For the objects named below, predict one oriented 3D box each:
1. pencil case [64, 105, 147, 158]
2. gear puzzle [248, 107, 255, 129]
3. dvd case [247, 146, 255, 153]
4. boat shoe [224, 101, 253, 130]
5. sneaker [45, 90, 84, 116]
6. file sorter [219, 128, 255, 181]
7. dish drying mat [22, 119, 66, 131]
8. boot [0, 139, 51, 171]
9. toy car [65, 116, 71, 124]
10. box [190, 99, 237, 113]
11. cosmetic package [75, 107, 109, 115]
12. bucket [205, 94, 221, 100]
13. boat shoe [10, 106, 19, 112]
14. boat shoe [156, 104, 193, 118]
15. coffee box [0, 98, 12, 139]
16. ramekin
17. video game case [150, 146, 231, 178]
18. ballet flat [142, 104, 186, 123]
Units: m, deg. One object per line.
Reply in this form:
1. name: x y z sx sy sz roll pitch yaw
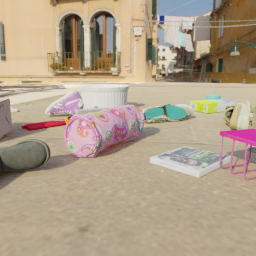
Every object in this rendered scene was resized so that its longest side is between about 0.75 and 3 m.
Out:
1. pencil case: -0.513 0.010 7.728 1.164 1.164 2.662 7 13 30
2. gear puzzle: 4.593 -0.201 8.922 1.441 0.364 2.782 14 32 19
3. dvd case: 3.753 0.606 7.265 0.817 0.088 1.099 -5 13 -24
4. boat shoe: 4.038 -0.513 10.399 0.899 1.003 2.709 8 13 11
5. sneaker: -2.830 -0.789 12.596 1.883 1.074 0.683 -31 -4 17
6. file sorter: 2.605 0.582 5.493 0.952 0.859 1.369 -4 13 -24
7. dish drying mat: -3.077 -0.143 10.689 1.755 0.160 0.674 -11 17 -44
8. boot: -2.565 0.746 5.103 1.758 0.702 1.934 -13 3 8
9. toy car: -1.676 -0.102 8.279 0.721 0.489 1.470 37 -13 4
10. box: 4.556 -1.194 14.783 2.279 0.543 1.390 -6 13 -28
11. cosmetic package: -1.200 -0.344 10.232 1.398 0.747 0.630 -7 12 -20
12. bucket: 5.160 -1.694 17.005 0.971 0.632 0.971 0 12 0
13. boat shoe: -6.013 -1.000 14.498 0.876 0.288 0.315 8 14 32
14. boat shoe: 1.937 -0.629 12.274 1.813 0.653 0.562 -2 32 18
15. coffee box: -5.391 -0.254 8.671 2.964 1.181 1.695 -1 12 -4
16. ramekin: -1.262 -1.673 15.241 2.667 1.300 2.667 -1 12 0
17. video game case: 1.460 0.728 6.481 1.439 0.168 1.308 -11 16 -43
18. ballet flat: 1.409 -0.572 11.584 2.056 0.777 0.657 -1 -12 -23
